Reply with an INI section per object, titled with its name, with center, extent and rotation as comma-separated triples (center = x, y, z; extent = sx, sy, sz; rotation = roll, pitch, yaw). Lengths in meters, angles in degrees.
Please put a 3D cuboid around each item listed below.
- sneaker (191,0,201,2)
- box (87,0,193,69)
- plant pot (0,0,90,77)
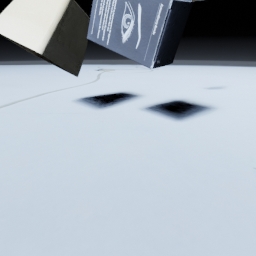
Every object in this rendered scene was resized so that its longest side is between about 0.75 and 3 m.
[sneaker]
center = 2.722, -5.087, 10.636
extent = 1.256, 0.475, 0.578
rotation = -24, 11, -4
[box]
center = 0.236, -2.755, 7.231
extent = 2.264, 1.675, 1.181
rotation = 32, 34, 23
[plant pot]
center = -2.591, -3.351, 9.396
extent = 2.301, 2.037, 2.298
rotation = 30, 2, 21
